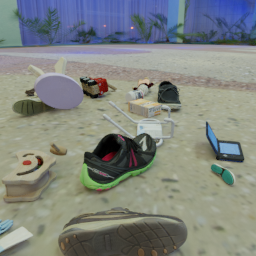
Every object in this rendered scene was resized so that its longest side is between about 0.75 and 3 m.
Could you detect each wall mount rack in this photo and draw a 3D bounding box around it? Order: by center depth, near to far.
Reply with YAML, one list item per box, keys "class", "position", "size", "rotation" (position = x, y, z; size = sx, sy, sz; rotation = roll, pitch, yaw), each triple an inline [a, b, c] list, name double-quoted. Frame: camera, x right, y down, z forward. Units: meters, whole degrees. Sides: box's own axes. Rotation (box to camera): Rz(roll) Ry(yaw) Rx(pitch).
- class: "wall mount rack"
  position: [0.372, -0.243, 9.537]
  size: [2.247, 0.964, 2.586]
  rotation: [1, 20, 3]

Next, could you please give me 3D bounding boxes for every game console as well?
- class: "game console"
  position: [2.829, 0.361, 8.264]
  size: [1.090, 0.756, 1.277]
  rotation: [5, 22, 14]

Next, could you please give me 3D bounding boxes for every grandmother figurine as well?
- class: "grandmother figurine"
  position: [0.874, -2.250, 15.300]
  size: [1.323, 0.661, 2.181]
  rotation: [-24, 19, 17]

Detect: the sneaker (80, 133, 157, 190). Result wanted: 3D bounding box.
- class: "sneaker"
  position: [-0.095, 0.615, 7.092]
  size: [1.016, 1.109, 2.648]
  rotation: [15, 25, 33]

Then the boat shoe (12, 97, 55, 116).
- class: "boat shoe"
  position: [-4.005, -0.931, 11.777]
  size: [0.666, 0.728, 1.947]
  rotation: [16, 16, 40]

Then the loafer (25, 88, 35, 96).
- class: "loafer"
  position: [-4.756, -2.066, 14.856]
  size: [1.485, 0.527, 0.542]
  rotation: [-19, 28, -39]

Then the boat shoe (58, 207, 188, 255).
- class: "boat shoe"
  position: [-0.078, 1.682, 4.804]
  size: [2.143, 0.798, 0.785]
  rotation: [0, 21, -4]

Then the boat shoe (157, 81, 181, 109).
- class: "boat shoe"
  position: [1.861, -1.549, 13.037]
  size: [1.073, 0.896, 2.877]
  rotation: [2, 22, 0]

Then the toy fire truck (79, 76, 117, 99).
- class: "toy fire truck"
  position: [-1.388, -2.208, 14.745]
  size: [1.844, 1.187, 1.623]
  rotation: [-22, 28, -23]

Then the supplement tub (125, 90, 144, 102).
- class: "supplement tub"
  position: [0.318, -1.507, 13.358]
  size: [0.799, 0.560, 0.560]
  rotation: [-18, 28, -40]

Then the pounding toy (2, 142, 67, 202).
- class: "pounding toy"
  position: [-2.307, 0.794, 6.659]
  size: [1.085, 1.089, 1.898]
  rotation: [8, 22, 10]

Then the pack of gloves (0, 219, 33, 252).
- class: "pack of gloves"
  position: [-2.450, 2.030, 4.817]
  size: [1.065, 0.250, 1.267]
  rotation: [7, 16, 45]

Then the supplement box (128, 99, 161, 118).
- class: "supplement box"
  position: [0.696, -0.859, 11.826]
  size: [0.772, 0.450, 1.225]
  rotation: [-19, 29, -39]

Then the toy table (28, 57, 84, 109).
- class: "toy table"
  position: [-3.120, -1.842, 11.994]
  size: [2.137, 2.324, 1.361]
  rotation: [-41, 55, 4]

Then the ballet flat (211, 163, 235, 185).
- class: "ballet flat"
  position: [2.428, 1.135, 6.971]
  size: [0.304, 0.304, 0.875]
  rotation: [-8, 22, -19]
